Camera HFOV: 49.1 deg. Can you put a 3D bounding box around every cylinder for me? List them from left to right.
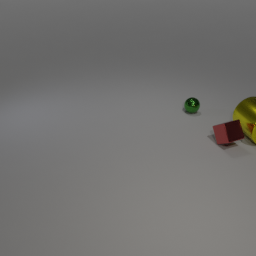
[{"bbox_3d":[4.882,-0.279,10.431,1.400,1.400,1.400,-6,30,-10],"label":"cylinder"}]

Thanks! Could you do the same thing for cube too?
[{"bbox_3d":[3.591,0.145,10.031,0.700,0.700,0.700,-14,-3,-18],"label":"cube"}]

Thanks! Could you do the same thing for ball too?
[{"bbox_3d":[2.854,-1.016,12.472,0.700,0.700,0.700,0,29,0],"label":"ball"}]
